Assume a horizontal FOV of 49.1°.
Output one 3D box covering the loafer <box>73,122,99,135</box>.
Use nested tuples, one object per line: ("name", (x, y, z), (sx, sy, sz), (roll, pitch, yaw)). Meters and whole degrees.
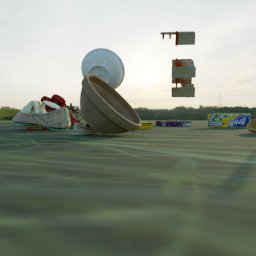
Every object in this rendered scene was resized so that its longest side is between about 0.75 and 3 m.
("loafer", (-0.941, 0.011, 6.527), (0.331, 0.289, 0.921), (1, 2, 27))

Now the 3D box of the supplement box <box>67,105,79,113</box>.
("supplement box", (-4.281, -0.805, 17.153), (2.363, 1.196, 1.221), (-1, 2, -30))

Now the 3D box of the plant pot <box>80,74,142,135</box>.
("plant pot", (-0.533, -0.396, 6.439), (1.681, 0.776, 1.681), (40, 15, -13))

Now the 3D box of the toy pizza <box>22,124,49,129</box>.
("toy pizza", (-3.104, -0.051, 9.817), (1.212, 0.192, 1.212), (-2, 3, 0))

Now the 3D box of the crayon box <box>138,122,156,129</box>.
("crayon box", (0.435, -0.095, 10.120), (0.636, 0.255, 1.002), (-1, 2, -38))

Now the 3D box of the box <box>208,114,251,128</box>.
("box", (4.157, -0.305, 11.522), (1.640, 0.574, 0.527), (0, 2, -2))

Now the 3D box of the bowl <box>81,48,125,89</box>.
("bowl", (-1.322, -2.692, 13.790), (2.291, 2.291, 1.030), (0, 27, 7))

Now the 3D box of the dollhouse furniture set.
("dollhouse furniture set", (2.300, -2.988, 13.112), (1.533, 2.943, 2.976), (1, 21, 9))

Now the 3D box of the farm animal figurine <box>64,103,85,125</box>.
("farm animal figurine", (-2.741, -0.601, 15.134), (2.265, 1.139, 1.829), (5, 23, 26))

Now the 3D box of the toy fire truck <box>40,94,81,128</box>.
("toy fire truck", (-2.689, -0.437, 10.381), (1.665, 0.933, 1.398), (0, -37, 42))

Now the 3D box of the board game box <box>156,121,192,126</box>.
("board game box", (2.223, -0.225, 13.946), (1.207, 0.325, 2.011), (4, 1, -10))

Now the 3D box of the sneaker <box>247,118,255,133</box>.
("sneaker", (3.753, -0.045, 7.285), (1.219, 0.457, 0.549), (-14, -39, 21))

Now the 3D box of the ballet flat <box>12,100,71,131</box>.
("ballet flat", (-2.778, -0.467, 8.947), (2.474, 0.832, 0.842), (7, 14, 29))
